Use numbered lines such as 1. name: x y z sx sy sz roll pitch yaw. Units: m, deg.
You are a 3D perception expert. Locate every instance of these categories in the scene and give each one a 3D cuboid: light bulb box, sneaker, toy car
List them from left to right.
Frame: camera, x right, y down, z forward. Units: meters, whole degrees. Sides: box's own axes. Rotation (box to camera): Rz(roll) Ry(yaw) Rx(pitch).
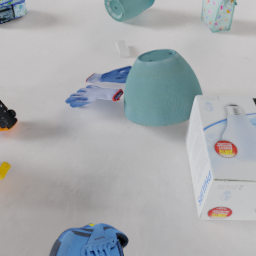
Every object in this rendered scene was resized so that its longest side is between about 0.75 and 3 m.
1. toy car: -3.421 0.149 6.550 0.886 1.306 2.662 -32 38 13
2. sneaker: -0.383 1.412 3.247 0.575 1.465 0.483 2 82 17
3. light bulb box: 2.537 0.580 5.887 2.267 1.428 2.288 1 45 1

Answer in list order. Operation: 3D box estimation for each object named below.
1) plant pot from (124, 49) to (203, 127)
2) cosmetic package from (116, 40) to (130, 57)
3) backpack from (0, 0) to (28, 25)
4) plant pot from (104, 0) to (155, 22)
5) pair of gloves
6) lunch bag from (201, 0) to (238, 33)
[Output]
1. plant pot: 0.827 -1.195 7.269 2.142 1.443 2.142 -9 30 5
2. cosmetic package: -0.202 -2.902 10.231 0.352 0.216 0.852 -9 46 -9
3. backpack: -5.257 -5.313 11.924 1.555 1.249 1.700 37 52 27
4. plant pot: -0.055 -5.474 11.846 1.780 1.780 1.673 33 67 29
5. pair of gloves: -0.670 -1.238 8.200 1.861 0.264 2.315 3 36 31
6. lunch bag: 3.629 -4.895 11.223 0.990 1.624 1.383 -9 45 -7
